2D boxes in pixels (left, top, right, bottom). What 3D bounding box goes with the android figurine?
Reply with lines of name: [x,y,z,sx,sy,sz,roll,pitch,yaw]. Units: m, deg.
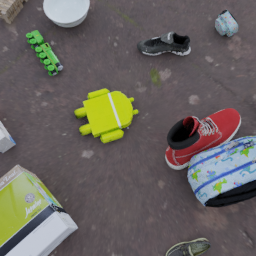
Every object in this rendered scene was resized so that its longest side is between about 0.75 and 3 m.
android figurine: [-0.703,-0.474,9.363,2.060,0.423,1.875,-19,72,-6]

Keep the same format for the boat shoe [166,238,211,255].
boat shoe: [1.728,3.483,7.973,1.342,0.441,0.480,-16,72,-6]

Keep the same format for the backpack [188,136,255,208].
backpack: [3.072,1.274,8.006,2.674,2.181,2.056,-36,68,-5]

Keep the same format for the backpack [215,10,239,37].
backpack: [3.653,-3.799,10.358,0.659,0.755,0.859,-39,75,5]

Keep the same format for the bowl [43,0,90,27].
bowl: [-2.246,-4.415,10.549,1.704,0.766,1.704,0,71,-1]

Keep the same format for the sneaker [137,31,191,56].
sneaker: [1.316,-3.073,10.013,1.977,0.894,0.657,2,70,1]

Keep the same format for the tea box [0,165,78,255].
tea box: [-3.043,2.670,7.669,2.296,1.534,2.259,-40,75,-13]

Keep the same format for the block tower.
block tower: [-4.327,-5.099,10.893,0.610,0.570,2.112,23,72,9]

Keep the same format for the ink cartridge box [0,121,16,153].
ink cartridge box: [-4.355,-0.035,8.947,0.526,0.909,1.565,-37,75,-12]

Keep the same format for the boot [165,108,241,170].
boot: [2.335,-0.022,8.235,2.815,2.031,1.019,-33,62,-12]

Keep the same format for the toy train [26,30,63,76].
toy train: [-3.025,-2.746,10.177,0.576,0.426,2.041,-30,73,-21]
